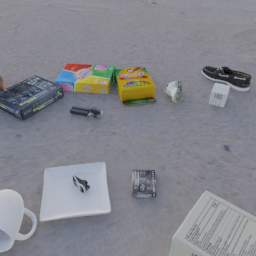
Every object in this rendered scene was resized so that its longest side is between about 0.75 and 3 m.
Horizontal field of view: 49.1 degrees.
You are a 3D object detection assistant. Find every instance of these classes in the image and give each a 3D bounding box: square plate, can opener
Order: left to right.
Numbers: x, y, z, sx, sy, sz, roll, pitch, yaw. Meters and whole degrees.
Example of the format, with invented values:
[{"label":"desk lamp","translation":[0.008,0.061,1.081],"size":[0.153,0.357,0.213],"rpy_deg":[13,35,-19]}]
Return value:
[{"label":"square plate","translation":[-1.656,1.999,8.916],"size":[2.061,0.296,2.081],"rpy_deg":[-6,39,-6]},{"label":"can opener","translation":[-1.817,-0.766,12.218],"size":[1.508,0.501,0.397],"rpy_deg":[7,41,16]}]

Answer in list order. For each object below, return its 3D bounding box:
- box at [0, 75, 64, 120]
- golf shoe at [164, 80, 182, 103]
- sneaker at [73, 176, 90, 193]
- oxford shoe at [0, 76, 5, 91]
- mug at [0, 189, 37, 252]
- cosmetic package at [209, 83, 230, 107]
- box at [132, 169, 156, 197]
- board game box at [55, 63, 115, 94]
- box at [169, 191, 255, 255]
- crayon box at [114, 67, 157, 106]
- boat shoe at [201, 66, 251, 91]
[{"label":"box","translation":[-4.543,-1.477,12.926],"size":[1.962,0.635,2.488],"rpy_deg":[23,44,27]},{"label":"golf shoe","translation":[2.124,-1.666,13.323],"size":[0.834,0.672,1.715],"rpy_deg":[-7,30,19]},{"label":"sneaker","translation":[-1.506,1.790,9.090],"size":[0.357,0.262,0.789],"rpy_deg":[-15,36,-36]},{"label":"oxford shoe","translation":[-6.532,-1.933,13.147],"size":[1.041,1.064,2.920],"rpy_deg":[-5,39,-6]},{"label":"mug","translation":[-3.316,2.527,7.736],"size":[1.594,1.177,1.397],"rpy_deg":[26,30,-15]},{"label":"cosmetic package","translation":[4.223,-1.531,12.938],"size":[0.707,0.707,0.857],"rpy_deg":[17,43,19]},{"label":"box","translation":[0.519,1.806,9.195],"size":[0.781,0.238,0.986],"rpy_deg":[0,39,1]},{"label":"board game box","translation":[-2.118,-2.564,14.351],"size":[2.646,0.534,2.024],"rpy_deg":[5,39,6]},{"label":"box","translation":[2.562,3.108,6.578],"size":[2.751,1.499,1.759],"rpy_deg":[26,46,29]},{"label":"crayon box","translation":[0.329,-2.089,13.673],"size":[1.648,0.660,2.597],"rpy_deg":[-8,40,-10]},{"label":"boat shoe","translation":[5.012,-2.753,14.364],"size":[0.988,0.807,2.674],"rpy_deg":[-28,47,-30]}]
